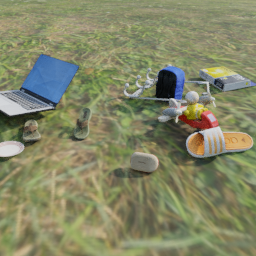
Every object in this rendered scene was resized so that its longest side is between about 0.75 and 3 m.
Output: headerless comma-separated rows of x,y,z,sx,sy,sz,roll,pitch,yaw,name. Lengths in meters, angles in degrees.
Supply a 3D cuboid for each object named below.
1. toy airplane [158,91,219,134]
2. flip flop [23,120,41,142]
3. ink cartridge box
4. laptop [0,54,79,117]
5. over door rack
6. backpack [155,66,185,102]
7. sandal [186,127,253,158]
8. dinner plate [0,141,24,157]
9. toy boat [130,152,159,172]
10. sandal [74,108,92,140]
1.971,-0.627,9.135,1.834,1.300,1.842,5,33,10,toy airplane
-3.094,0.035,8.932,0.541,0.384,1.333,-9,33,-14,flip flop
4.515,-2.291,12.645,1.861,0.437,1.839,-14,34,-17,ink cartridge box
-3.646,-1.687,10.178,2.533,1.568,2.705,24,27,36,laptop
1.594,-1.717,11.202,2.936,0.978,2.169,18,37,26,over door rack
1.683,-1.781,10.999,1.032,1.270,1.066,21,38,32,backpack
2.694,0.310,8.045,2.082,0.597,0.798,-6,62,-10,sandal
-3.493,0.631,8.185,0.867,0.105,0.867,3,26,-1,dinner plate
0.458,0.909,7.566,0.755,0.493,0.493,9,4,14,toy boat
-1.482,-0.180,9.043,0.507,0.364,1.276,0,57,7,sandal
